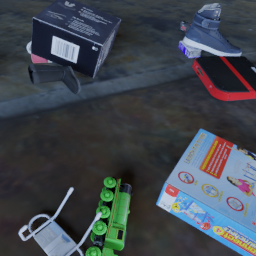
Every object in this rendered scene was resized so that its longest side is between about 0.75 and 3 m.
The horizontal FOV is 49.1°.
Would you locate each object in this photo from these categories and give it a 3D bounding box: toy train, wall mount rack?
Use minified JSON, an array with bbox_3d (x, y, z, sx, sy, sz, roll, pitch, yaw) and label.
[{"bbox_3d":[-0.382,2.124,5.890,0.739,0.547,2.619,13,42,0],"label":"toy train"},{"bbox_3d":[-1.370,2.086,5.839,1.615,0.602,1.403,32,51,30],"label":"wall mount rack"}]

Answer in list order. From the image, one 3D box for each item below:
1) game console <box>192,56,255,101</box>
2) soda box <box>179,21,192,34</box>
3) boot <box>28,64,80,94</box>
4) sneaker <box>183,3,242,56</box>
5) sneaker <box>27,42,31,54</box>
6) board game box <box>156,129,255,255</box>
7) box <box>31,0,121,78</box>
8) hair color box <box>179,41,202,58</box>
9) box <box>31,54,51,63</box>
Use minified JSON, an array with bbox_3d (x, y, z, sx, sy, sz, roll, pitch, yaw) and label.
[{"bbox_3d":[3.968,-1.957,10.669,2.450,0.430,2.770,-2,42,-11],"label":"game console"},{"bbox_3d":[3.157,-4.816,13.781,0.437,0.488,1.379,-21,45,-26],"label":"soda box"},{"bbox_3d":[-2.448,-1.602,9.293,1.470,0.482,1.212,-6,55,-41],"label":"boot"},{"bbox_3d":[3.830,-4.052,11.657,2.565,1.853,0.975,16,34,-4],"label":"sneaker"},{"bbox_3d":[-3.599,-3.843,12.547,1.824,0.711,0.906,-10,39,-12],"label":"sneaker"},{"bbox_3d":[2.199,1.289,6.013,2.390,0.682,2.441,27,37,17],"label":"board game box"},{"bbox_3d":[-2.005,-3.695,11.194,2.650,1.582,2.694,22,43,-2],"label":"box"},{"bbox_3d":[2.735,-3.501,12.397,0.592,0.351,1.083,-8,40,-12],"label":"hair color box"},{"bbox_3d":[-3.614,-3.063,11.821,0.811,0.442,0.518,-3,41,-4],"label":"box"}]
